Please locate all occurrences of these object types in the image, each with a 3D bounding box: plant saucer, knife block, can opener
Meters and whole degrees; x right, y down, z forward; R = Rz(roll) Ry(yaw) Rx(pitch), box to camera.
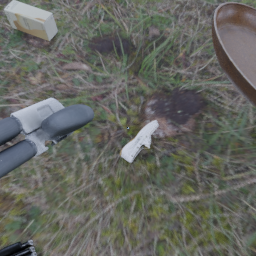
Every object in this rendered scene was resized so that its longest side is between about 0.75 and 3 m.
[{"bbox_3d":[2.489,-1.073,4.860,2.743,0.440,2.743,15,53,-21],"label":"plant saucer"},{"bbox_3d":[-2.970,2.862,5.503,2.103,0.673,1.846,18,62,10],"label":"knife block"},{"bbox_3d":[-1.559,0.135,3.880,0.747,0.943,2.838,56,34,-4],"label":"can opener"}]

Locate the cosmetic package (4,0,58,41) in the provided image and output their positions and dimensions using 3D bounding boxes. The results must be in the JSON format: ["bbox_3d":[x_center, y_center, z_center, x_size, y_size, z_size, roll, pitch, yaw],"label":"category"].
[{"bbox_3d":[-3.074,-3.419,8.931,1.490,0.784,0.530,22,65,13],"label":"cosmetic package"}]

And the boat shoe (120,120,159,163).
[{"bbox_3d":[0.383,0.356,7.038,0.448,0.457,1.292,40,77,19],"label":"boat shoe"}]
